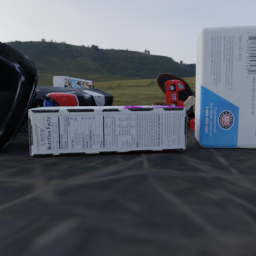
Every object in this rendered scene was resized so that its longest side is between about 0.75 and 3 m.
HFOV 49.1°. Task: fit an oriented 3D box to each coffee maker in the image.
[{"bbox_3d":[-2.127,-0.568,4.565,2.344,1.644,2.441,-1,6,-22],"label":"coffee maker"}]

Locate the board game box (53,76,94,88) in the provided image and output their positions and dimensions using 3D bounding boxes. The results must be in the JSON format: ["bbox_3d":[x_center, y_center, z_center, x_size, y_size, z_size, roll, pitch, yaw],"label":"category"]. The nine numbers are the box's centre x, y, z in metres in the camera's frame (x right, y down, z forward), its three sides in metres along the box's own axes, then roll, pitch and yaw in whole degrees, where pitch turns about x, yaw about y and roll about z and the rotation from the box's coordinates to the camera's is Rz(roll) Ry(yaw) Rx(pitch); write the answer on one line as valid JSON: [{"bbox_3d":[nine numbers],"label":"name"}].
[{"bbox_3d":[-1.696,-0.890,9.164,0.388,1.416,2.243,1,6,16],"label":"board game box"}]

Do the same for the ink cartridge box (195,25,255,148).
[{"bbox_3d":[2.277,-0.596,4.252,2.385,1.723,1.009,1,5,9],"label":"ink cartridge box"}]

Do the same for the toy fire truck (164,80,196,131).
[{"bbox_3d":[1.288,-0.505,6.399,0.851,1.207,0.294,-8,7,-20],"label":"toy fire truck"}]

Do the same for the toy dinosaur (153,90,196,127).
[{"bbox_3d":[1.862,-0.396,7.206,2.405,1.228,1.632,-18,-11,-25],"label":"toy dinosaur"}]

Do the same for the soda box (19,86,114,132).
[{"bbox_3d":[-1.803,-0.510,6.951,2.794,0.885,0.989,-4,21,-33],"label":"soda box"}]

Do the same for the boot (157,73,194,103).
[{"bbox_3d":[2.189,-1.255,11.467,2.722,1.017,1.319,34,0,-10],"label":"boot"}]

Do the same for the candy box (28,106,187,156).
[{"bbox_3d":[-0.314,-0.021,4.116,1.991,0.607,1.358,-1,5,-8],"label":"candy box"}]
